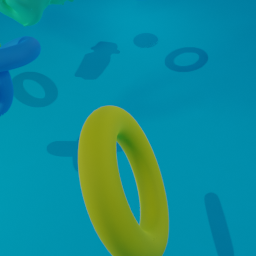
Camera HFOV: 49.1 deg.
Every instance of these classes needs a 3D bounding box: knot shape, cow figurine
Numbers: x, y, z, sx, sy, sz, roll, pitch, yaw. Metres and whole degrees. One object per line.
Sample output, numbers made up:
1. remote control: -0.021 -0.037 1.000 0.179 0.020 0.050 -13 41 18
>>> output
1. knot shape: -2.473 -0.785 4.467 2.050 1.918 0.947 -24 75 -45
2. cow figurine: -2.133 -3.116 6.725 0.949 1.701 1.729 1 76 35

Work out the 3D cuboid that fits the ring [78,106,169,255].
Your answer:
1. ring: 0.018 0.486 2.552 0.289 1.445 1.445 -19 54 18
